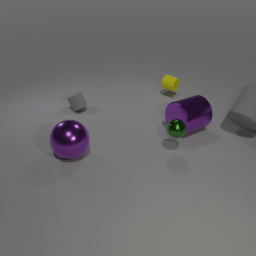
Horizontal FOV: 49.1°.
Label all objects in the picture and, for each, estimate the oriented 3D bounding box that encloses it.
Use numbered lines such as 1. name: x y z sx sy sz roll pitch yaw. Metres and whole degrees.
1. cylinder: 2.210 -2.324 14.538 0.700 0.700 0.700 26 39 30
2. cylinder: -2.394 -1.252 13.179 0.700 0.700 0.700 -26 15 7
3. ball: 1.732 0.022 10.001 0.700 0.700 0.700 0 31 0
4. cylinder: 4.998 -0.814 11.210 1.400 1.400 1.400 30 83 40
5. cylinder: 2.481 -0.536 11.528 1.400 1.400 1.400 -18 35 -27
6. ball: -2.069 0.402 9.964 1.400 1.400 1.400 0 31 0
